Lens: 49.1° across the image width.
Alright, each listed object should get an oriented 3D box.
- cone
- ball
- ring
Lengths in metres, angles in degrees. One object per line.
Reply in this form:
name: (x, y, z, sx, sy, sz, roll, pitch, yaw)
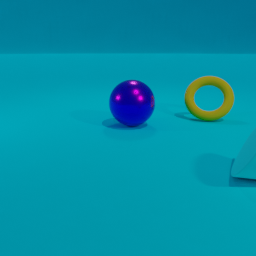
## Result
cone: (2.427, 0.541, 4.193, 1.219, 1.214, 1.214, 32, 25, 11)
ball: (0.104, -0.638, 7.171, 1.186, 1.186, 1.186, 0, 16, 0)
ring: (2.266, -0.841, 7.855, 1.347, 1.347, 0.269, 4, -17, 13)
